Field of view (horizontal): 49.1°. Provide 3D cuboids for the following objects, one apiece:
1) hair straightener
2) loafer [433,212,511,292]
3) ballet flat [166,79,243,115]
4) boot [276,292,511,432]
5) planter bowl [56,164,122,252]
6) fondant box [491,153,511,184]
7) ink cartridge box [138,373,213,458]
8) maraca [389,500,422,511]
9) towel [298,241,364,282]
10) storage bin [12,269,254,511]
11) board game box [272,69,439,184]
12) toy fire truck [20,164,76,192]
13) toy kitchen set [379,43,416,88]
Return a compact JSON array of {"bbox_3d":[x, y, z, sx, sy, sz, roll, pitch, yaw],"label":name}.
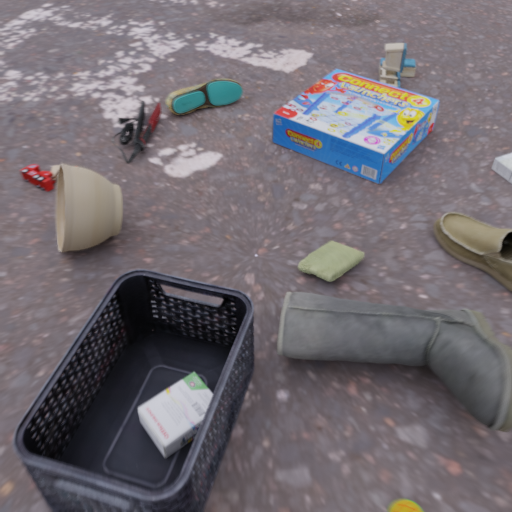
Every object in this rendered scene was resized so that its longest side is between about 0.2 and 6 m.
[{"bbox_3d":[-2.904,-2.970,13.290,0.869,0.462,2.259,9,49,-1],"label":"hair straightener"},{"bbox_3d":[4.283,-0.176,10.017,0.919,0.815,2.416,-30,51,-28],"label":"loafer"},{"bbox_3d":[-1.356,-4.117,14.341,2.051,0.725,0.725,-22,48,-21],"label":"ballet flat"},{"bbox_3d":[1.823,1.317,7.952,3.053,1.108,2.776,11,15,1],"label":"boot"},{"bbox_3d":[-3.079,-0.865,10.356,1.063,1.580,1.580,0,41,-26],"label":"planter bowl"},{"bbox_3d":[5.791,-1.819,12.128,0.767,0.310,1.063,-18,47,-18],"label":"fondant box"},{"bbox_3d":[-1.042,2.169,7.678,0.949,0.415,0.689,-29,56,-29],"label":"ink cartridge box"},{"bbox_3d":[1.828,3.260,6.736,0.445,0.347,0.649,-16,41,10],"label":"maraca"},{"bbox_3d":[1.359,0.092,10.080,0.816,0.201,1.100,21,39,38],"label":"towel"},{"bbox_3d":[-1.378,1.851,7.437,2.094,1.452,3.098,11,44,12],"label":"storage bin"},{"bbox_3d":[2.338,-3.153,13.160,2.881,0.805,2.821,27,50,25],"label":"board game box"},{"bbox_3d":[-4.399,-1.751,12.075,1.156,0.282,0.815,25,48,26],"label":"toy fire truck"},{"bbox_3d":[3.860,-5.238,14.980,0.990,1.347,1.681,6,44,7],"label":"toy kitchen set"}]
